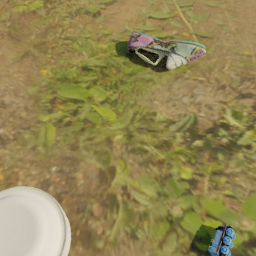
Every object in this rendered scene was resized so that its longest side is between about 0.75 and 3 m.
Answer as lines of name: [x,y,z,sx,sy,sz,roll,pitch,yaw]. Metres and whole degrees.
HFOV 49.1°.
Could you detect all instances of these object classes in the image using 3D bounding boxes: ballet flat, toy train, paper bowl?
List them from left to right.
paper bowl: [-2.591,2.548,6.475,2.399,1.248,2.399,2,61,-3]
ballet flat: [1.253,-2.646,9.906,2.839,0.981,1.010,19,85,19]
toy train: [2.273,2.716,6.749,0.474,0.360,0.830,7,54,36]
